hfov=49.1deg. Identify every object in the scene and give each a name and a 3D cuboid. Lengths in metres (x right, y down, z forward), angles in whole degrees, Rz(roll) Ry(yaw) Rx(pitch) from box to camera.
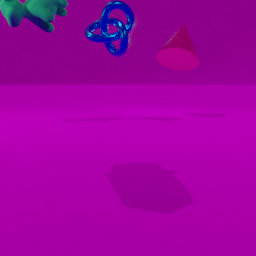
[{"bbox_3d":[1.936,-3.140,10.167,1.550,1.556,1.550,12,-14,3],"label":"cone"},{"bbox_3d":[-0.450,-3.224,8.868,1.671,1.564,0.772,35,10,14],"label":"knot shape"},{"bbox_3d":[-2.934,-3.707,8.598,1.695,1.722,0.945,31,-25,-4],"label":"cow figurine"}]
